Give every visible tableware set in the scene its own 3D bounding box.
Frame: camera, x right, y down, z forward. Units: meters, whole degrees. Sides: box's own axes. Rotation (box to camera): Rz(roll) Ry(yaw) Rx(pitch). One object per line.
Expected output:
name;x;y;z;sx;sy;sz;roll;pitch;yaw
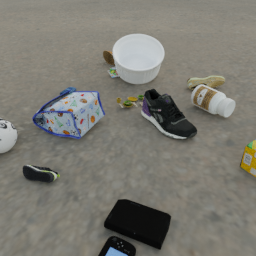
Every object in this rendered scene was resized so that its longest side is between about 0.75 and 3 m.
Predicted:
tableware set;0.217;-1.303;13.033;1.529;0.235;1.030;-8;32;-21

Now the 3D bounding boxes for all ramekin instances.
ramekin;0.524;-3.621;14.935;2.679;1.306;2.679;1;59;-1

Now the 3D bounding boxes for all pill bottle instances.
pill bottle;3.719;-1.163;12.267;0.997;0.997;1.744;-23;40;-31

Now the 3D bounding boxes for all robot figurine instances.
robot figurine;-4.966;0.136;10.101;2.012;1.255;1.512;18;50;26

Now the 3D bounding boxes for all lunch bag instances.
lunch bag;-2.437;-0.656;11.246;2.271;1.406;1.931;4;31;31

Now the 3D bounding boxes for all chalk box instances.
chalk box;4.674;0.872;9.253;1.602;0.996;0.991;-23;40;-28

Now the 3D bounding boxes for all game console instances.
game console;-0.047;2.913;6.821;1.590;0.325;2.696;14;37;20

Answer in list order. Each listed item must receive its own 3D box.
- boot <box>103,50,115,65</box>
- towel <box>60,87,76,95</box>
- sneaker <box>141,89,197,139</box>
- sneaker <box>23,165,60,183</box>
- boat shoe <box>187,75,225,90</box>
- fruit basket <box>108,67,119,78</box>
boot;-0.414;-4.467;17.394;2.015;0.773;1.564;24;41;32
towel;-2.992;-1.833;13.987;0.466;0.202;0.834;16;37;24
sneaker;1.548;-0.636;11.234;1.104;1.277;2.916;-24;40;-31
sneaker;-2.789;1.470;9.008;1.259;0.451;0.521;14;12;18
boat shoe;4.000;-2.184;14.234;1.919;0.688;0.731;-7;48;3
fruit basket;-0.700;-3.113;15.760;0.716;0.363;0.773;-13;39;-19
